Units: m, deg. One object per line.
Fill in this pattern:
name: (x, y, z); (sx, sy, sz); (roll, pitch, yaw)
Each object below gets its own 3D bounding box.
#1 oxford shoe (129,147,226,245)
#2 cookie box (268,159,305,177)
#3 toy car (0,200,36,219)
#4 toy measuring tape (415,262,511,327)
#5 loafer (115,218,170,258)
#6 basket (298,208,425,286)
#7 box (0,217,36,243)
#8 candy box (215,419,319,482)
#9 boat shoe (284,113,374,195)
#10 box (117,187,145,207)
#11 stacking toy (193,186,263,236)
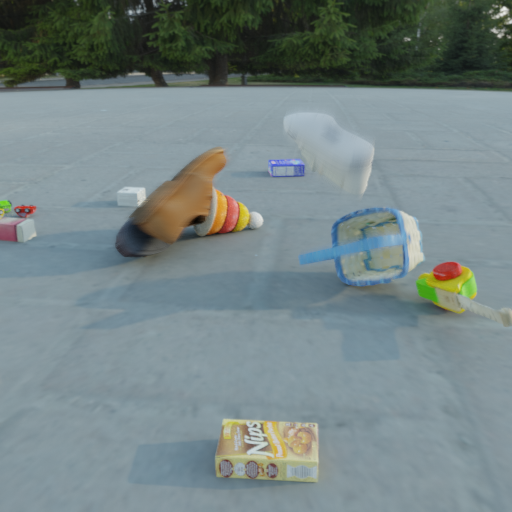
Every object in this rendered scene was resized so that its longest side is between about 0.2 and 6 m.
oxford shoe: (-1.220, -1.134, 10.526); (1.014, 1.013, 2.843); (-38, 12, 43)
cookie box: (0.890, -2.612, 16.634); (0.982, 0.369, 0.840); (-2, 21, -5)
toy car: (-5.666, -1.036, 12.748); (1.147, 0.256, 1.079); (-12, 24, -29)
toy measuring tape: (3.029, 0.503, 7.942); (0.722, 0.722, 1.963); (-8, 13, -21)
loafer: (-2.012, -0.460, 10.718); (0.748, 0.854, 2.375); (-34, 9, 29)
basket: (1.699, -0.127, 8.776); (1.514, 1.194, 1.717); (-11, 1, 43)
box: (-4.860, -0.526, 11.258); (0.679, 0.370, 0.434); (5, 22, 12)
candy box: (0.115, 1.837, 5.317); (0.943, 0.261, 0.545); (2, 22, 4)
boat shoe: (1.056, -1.594, 8.494); (0.784, 0.716, 2.179); (-16, 35, -22)
box: (-3.033, -1.431, 13.619); (0.542, 0.354, 0.539); (3, 21, 9)
stacking toy: (-0.524, -0.835, 11.632); (1.432, 1.047, 1.047); (9, 15, -27)
